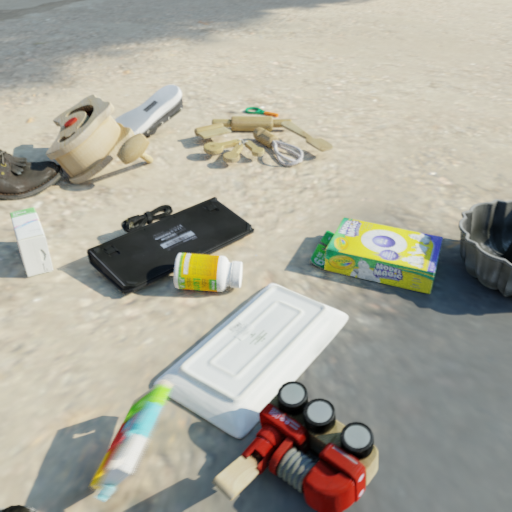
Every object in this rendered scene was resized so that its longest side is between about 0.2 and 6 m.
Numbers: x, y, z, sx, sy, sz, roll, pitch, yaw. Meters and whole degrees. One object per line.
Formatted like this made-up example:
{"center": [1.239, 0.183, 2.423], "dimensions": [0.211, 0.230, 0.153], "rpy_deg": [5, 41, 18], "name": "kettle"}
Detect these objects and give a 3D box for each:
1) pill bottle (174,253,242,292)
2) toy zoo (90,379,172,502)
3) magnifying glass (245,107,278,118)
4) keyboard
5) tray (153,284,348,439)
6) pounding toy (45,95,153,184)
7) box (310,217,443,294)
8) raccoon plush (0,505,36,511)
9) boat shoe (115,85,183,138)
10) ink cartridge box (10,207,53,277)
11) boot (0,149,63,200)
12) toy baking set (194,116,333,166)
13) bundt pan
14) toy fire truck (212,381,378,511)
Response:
{"center": [-0.835, 0.300, 9.876], "dimensions": [1.144, 0.635, 0.635], "rpy_deg": [4, 35, 3], "name": "pill bottle"}
{"center": [-1.537, 2.232, 6.708], "dimensions": [0.147, 0.940, 1.432], "rpy_deg": [37, 45, -13], "name": "toy zoo"}
{"center": [0.168, -4.418, 17.266], "dimensions": [1.116, 0.125, 0.444], "rpy_deg": [17, 37, 26], "name": "magnifying glass"}
{"center": [-1.724, -0.350, 11.025], "dimensions": [3.110, 0.399, 1.867], "rpy_deg": [-27, 52, -36], "name": "keyboard"}
{"center": [0.031, 1.341, 8.632], "dimensions": [1.641, 0.339, 3.057], "rpy_deg": [21, 39, 29], "name": "tray"}
{"center": [-3.884, -2.524, 13.844], "dimensions": [1.940, 1.946, 3.393], "rpy_deg": [-42, 36, -8], "name": "pounding toy"}
{"center": [2.257, -0.086, 10.559], "dimensions": [2.260, 0.547, 1.326], "rpy_deg": [11, 35, 18], "name": "box"}
{"center": [-2.021, 3.421, 4.967], "dimensions": [2.541, 1.229, 1.703], "rpy_deg": [14, 45, 19], "name": "raccoon plush"}
{"center": [-3.031, -3.712, 15.524], "dimensions": [0.891, 0.845, 2.550], "rpy_deg": [35, 71, 28], "name": "boat shoe"}
{"center": [-4.227, -0.267, 10.536], "dimensions": [0.504, 0.837, 1.152], "rpy_deg": [-17, 38, -23], "name": "ink cartridge box"}
{"center": [-5.998, -2.541, 12.258], "dimensions": [3.030, 2.638, 1.049], "rpy_deg": [-12, 36, -17], "name": "boot"}
{"center": [0.131, -3.102, 15.138], "dimensions": [3.628, 0.422, 2.784], "rpy_deg": [-2, 37, -2], "name": "toy baking set"}
{"center": [4.858, -0.046, 10.140], "dimensions": [2.486, 0.933, 2.486], "rpy_deg": [0, 35, 0], "name": "bundt pan"}
{"center": [0.411, 2.447, 6.542], "dimensions": [1.482, 1.083, 1.683], "rpy_deg": [28, 54, 33], "name": "toy fire truck"}
